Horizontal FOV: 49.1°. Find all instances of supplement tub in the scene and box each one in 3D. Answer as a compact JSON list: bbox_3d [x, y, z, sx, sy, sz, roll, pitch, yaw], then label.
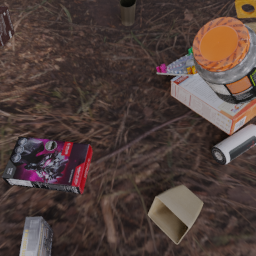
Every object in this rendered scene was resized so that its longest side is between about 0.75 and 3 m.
[{"bbox_3d":[1.884,-1.169,5.125,1.104,1.801,1.104,-8,74,29],"label":"supplement tub"}]

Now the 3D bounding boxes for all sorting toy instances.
[{"bbox_3d":[3.006,-1.928,6.674,1.475,2.620,0.357,6,65,47],"label":"sorting toy"}]

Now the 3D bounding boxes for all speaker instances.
[{"bbox_3d":[3.063,0.446,7.852,1.442,0.585,0.585,-27,60,-18],"label":"speaker"}]

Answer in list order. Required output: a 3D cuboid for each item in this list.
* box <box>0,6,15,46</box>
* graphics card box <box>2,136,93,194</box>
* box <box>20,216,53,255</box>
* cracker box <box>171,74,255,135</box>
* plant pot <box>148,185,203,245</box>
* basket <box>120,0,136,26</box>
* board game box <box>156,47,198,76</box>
[{"bbox_3d":[-2.930,-2.189,6.011,0.629,0.635,0.766,0,38,1],"label":"box"},{"bbox_3d":[-2.106,0.971,7.523,2.069,0.526,1.298,6,56,5],"label":"graphics card box"},{"bbox_3d":[-1.942,2.757,5.912,0.351,1.149,1.451,-2,56,-1],"label":"box"},{"bbox_3d":[2.730,-1.053,8.595,1.640,0.706,2.449,-32,52,-20],"label":"cracker box"},{"bbox_3d":[1.195,1.950,6.653,0.869,0.981,0.980,-31,60,-34],"label":"plant pot"},{"bbox_3d":[-0.003,-4.606,11.120,0.628,0.924,0.833,11,57,7],"label":"basket"},{"bbox_3d":[2.188,-2.275,9.264,1.938,0.251,1.938,-33,27,-21],"label":"board game box"}]
